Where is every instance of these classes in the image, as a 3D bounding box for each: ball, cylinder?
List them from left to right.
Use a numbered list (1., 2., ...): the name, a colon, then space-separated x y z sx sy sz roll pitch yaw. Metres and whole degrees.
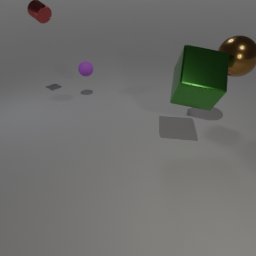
1. cylinder: -3.610 -4.752 11.440 0.700 0.700 0.700 39 44 22
2. ball: -1.986 -2.785 13.195 0.700 0.700 0.700 0 29 0
3. ball: 3.812 -2.494 9.772 1.400 1.400 1.400 0 29 0

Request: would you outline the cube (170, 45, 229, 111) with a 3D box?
1. cube: 2.239 -1.561 8.933 1.400 1.400 1.400 11 69 -1
